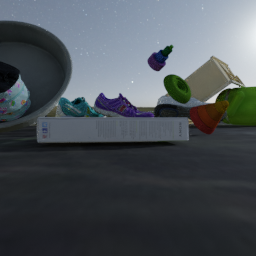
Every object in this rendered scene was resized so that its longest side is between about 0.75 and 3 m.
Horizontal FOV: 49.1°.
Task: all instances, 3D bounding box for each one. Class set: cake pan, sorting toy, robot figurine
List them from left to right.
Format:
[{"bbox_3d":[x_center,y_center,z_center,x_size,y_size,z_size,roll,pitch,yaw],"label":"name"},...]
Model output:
[{"bbox_3d":[-2.682,-1.118,5.961,2.991,2.991,0.549,0,-32,-7],"label":"cake pan"},{"bbox_3d":[1.125,-0.751,4.958,0.622,1.807,0.626,-41,-2,41],"label":"sorting toy"},{"bbox_3d":[4.210,-0.783,10.024,2.381,1.377,2.089,3,12,40],"label":"robot figurine"}]

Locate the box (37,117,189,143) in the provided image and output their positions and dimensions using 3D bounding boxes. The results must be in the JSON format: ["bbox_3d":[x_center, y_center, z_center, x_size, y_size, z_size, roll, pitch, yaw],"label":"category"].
[{"bbox_3d":[-0.229,0.008,3.722,1.729,0.314,1.248,1,1,-10],"label":"box"}]

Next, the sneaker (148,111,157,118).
[{"bbox_3d":[1.239,-0.521,12.885,1.741,0.671,0.739,0,-2,4],"label":"sneaker"}]

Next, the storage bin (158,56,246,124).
[{"bbox_3d":[2.826,-1.277,10.526,2.494,1.169,2.476,-39,-19,28],"label":"storage bin"}]

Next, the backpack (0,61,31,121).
[{"bbox_3d":[-2.603,-0.674,5.329,1.438,1.200,0.910,3,-39,13],"label":"backpack"}]

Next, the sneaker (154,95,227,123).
[{"bbox_3d":[1.991,-0.686,8.913,2.272,0.846,0.989,9,39,1],"label":"sneaker"}]

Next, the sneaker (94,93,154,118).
[{"bbox_3d":[-0.145,-0.867,12.043,2.695,1.124,1.086,16,6,4],"label":"sneaker"}]

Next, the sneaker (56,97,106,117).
[{"bbox_3d":[-1.940,-0.773,12.302,1.149,1.181,2.966,2,2,29],"label":"sneaker"}]

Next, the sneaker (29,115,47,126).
[{"bbox_3d":[-3.416,-0.343,8.363,0.940,0.858,2.323,-9,-6,17],"label":"sneaker"}]
